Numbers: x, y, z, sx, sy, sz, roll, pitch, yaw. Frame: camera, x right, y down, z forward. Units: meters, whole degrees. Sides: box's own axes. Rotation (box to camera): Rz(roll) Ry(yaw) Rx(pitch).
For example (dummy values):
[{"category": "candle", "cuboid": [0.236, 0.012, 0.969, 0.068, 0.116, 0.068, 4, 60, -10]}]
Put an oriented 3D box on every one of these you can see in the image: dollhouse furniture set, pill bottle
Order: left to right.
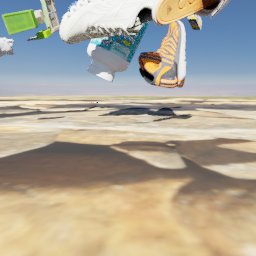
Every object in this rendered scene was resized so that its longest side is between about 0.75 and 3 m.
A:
[{"category": "dollhouse furniture set", "cuboid": [-3.225, -3.751, 9.714, 0.953, 1.234, 2.469, -8, 27, 10]}, {"category": "pill bottle", "cuboid": [-0.384, -2.950, 9.376, 1.513, 2.731, 1.513, 25, 6, -3]}]

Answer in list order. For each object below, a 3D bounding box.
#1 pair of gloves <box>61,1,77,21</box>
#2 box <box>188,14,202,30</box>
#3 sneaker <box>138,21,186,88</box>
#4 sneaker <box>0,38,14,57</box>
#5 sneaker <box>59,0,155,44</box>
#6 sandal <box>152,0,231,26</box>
[{"category": "pair of gloves", "cuboid": [-2.085, -4.144, 9.938, 0.103, 0.900, 0.724, 39, 1, -32]}, {"category": "box", "cuboid": [2.529, -4.056, 10.560, 0.327, 0.357, 1.018, 9, -1, 25]}, {"category": "sneaker", "cuboid": [1.193, -2.743, 10.033, 1.625, 2.901, 1.125, 2, -30, 4]}, {"category": "sneaker", "cuboid": [-3.351, -1.920, 7.219, 0.665, 0.435, 1.157, -18, -12, -39]}, {"category": "sneaker", "cuboid": [-0.380, -2.870, 7.316, 2.912, 1.180, 1.094, -27, -13, -5]}, {"category": "sandal", "cuboid": [1.541, -2.525, 5.451, 2.416, 0.926, 0.692, -35, 57, -18]}]
